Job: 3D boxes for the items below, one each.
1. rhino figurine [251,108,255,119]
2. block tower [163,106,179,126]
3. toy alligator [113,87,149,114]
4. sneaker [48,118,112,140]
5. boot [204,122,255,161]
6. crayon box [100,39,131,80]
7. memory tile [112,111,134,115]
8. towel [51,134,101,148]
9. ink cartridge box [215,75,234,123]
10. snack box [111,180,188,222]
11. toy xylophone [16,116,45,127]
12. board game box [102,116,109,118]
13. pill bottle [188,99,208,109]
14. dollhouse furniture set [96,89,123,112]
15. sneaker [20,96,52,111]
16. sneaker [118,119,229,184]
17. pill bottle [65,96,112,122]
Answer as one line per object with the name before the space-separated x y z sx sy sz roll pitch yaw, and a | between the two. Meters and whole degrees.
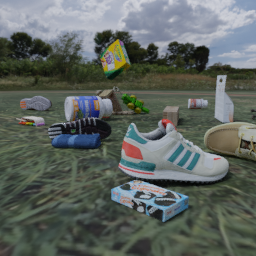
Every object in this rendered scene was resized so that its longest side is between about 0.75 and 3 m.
rhino figurine | 6.517 -0.593 13.232 0.853 0.583 1.950 1 12 6
block tower | 2.028 -0.603 13.046 0.634 0.679 2.349 2 9 12
toy alligator | 0.075 -1.468 15.930 2.567 0.761 0.697 32 -36 -20
sneaker | -1.537 -0.006 9.423 2.035 0.770 1.175 -1 7 1
boot | 2.968 0.464 6.435 2.433 0.877 1.881 4 12 17
crayon box | -0.603 -3.089 12.692 1.216 1.410 0.411 -33 -29 29
memory tile | -0.320 -0.877 16.175 1.322 0.111 1.013 0 10 2
towel | -1.527 0.382 8.367 1.363 0.331 0.761 1 11 5
ink cartridge box | 4.564 -1.395 13.226 0.536 2.136 1.733 3 11 4
snack box | 0.333 1.127 4.503 1.094 0.203 0.636 9 14 42
toy xylophone | -4.268 -0.285 12.177 0.938 0.322 1.281 -10 14 -44
board game box | -1.728 -0.857 15.650 1.374 0.260 2.670 -2 10 -3
pill bottle | 4.644 -1.598 18.634 1.196 0.671 0.671 2 10 6
dollhouse furniture set | -1.633 -1.043 15.513 1.658 1.420 1.743 3 40 39
sneaker | -5.660 -1.656 18.181 2.458 0.953 1.377 5 12 26
sneaker | 1.003 0.418 5.486 2.371 1.109 0.835 4 7 -16
pill bottle | -1.862 -0.928 13.383 2.102 1.178 1.178 -5 11 -26
